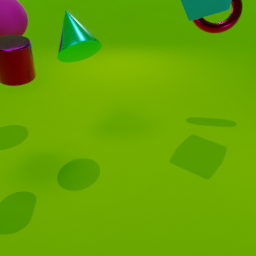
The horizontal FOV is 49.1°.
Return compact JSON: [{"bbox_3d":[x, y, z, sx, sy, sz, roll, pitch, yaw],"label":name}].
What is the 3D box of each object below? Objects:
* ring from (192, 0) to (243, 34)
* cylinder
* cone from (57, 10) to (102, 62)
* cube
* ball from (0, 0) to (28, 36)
[{"bbox_3d":[2.782,-3.808,8.890,1.635,1.635,0.327,5,-3,8],"label":"ring"},{"bbox_3d":[-2.321,-1.374,5.686,0.778,0.778,0.778,3,39,-2],"label":"cylinder"},{"bbox_3d":[-1.336,-2.343,6.783,1.108,1.112,1.108,-19,-4,-1],"label":"cone"},{"bbox_3d":[2.032,-3.707,7.313,1.105,1.105,1.105,-3,50,36],"label":"cube"},{"bbox_3d":[-3.562,-3.182,8.145,1.237,1.237,1.237,0,31,0],"label":"ball"}]
